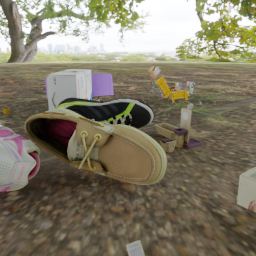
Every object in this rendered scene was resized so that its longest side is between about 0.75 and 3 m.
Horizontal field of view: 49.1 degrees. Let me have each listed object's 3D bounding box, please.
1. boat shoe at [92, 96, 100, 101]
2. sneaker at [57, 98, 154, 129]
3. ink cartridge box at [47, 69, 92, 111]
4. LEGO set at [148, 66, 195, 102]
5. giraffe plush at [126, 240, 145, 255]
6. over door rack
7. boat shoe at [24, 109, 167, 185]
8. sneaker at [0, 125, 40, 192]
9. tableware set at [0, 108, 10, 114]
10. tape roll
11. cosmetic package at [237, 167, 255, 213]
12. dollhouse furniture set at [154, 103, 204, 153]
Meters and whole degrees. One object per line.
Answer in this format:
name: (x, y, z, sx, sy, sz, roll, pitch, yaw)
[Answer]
boat shoe: (-1.824, -1.272, 11.955, 0.675, 0.673, 1.870, 9, 19, 27)
sneaker: (-0.738, -0.125, 8.107, 2.976, 1.067, 1.233, 0, 41, 2)
ink cartridge box: (-1.931, -1.132, 9.731, 0.967, 1.651, 2.284, 2, 16, 6)
LEGO set: (1.802, -1.922, 13.151, 2.742, 1.261, 1.021, 14, 2, -30)
giraffe plush: (0.261, 1.518, 2.301, 1.036, 1.201, 0.974, -6, -17, 12)
over door rack: (1.937, -1.952, 13.776, 1.605, 0.535, 1.186, -2, -10, -5)
boat shoe: (-0.749, 0.364, 5.238, 2.995, 1.108, 0.994, 15, 13, 32)
sneaker: (-2.244, 0.602, 5.170, 1.159, 1.069, 2.627, 21, 1, -18)
tableware set: (-5.170, -0.521, 10.153, 1.147, 0.261, 1.702, 15, 22, 41)
tape roll: (-2.103, -1.783, 12.324, 2.878, 0.944, 2.878, -6, 6, 1)
cosmetic package: (2.397, 1.076, 4.185, 0.664, 0.561, 1.285, -13, 21, -35)
dollhouse furniture set: (1.078, -0.175, 7.483, 1.223, 1.096, 1.544, -9, 19, -29)
